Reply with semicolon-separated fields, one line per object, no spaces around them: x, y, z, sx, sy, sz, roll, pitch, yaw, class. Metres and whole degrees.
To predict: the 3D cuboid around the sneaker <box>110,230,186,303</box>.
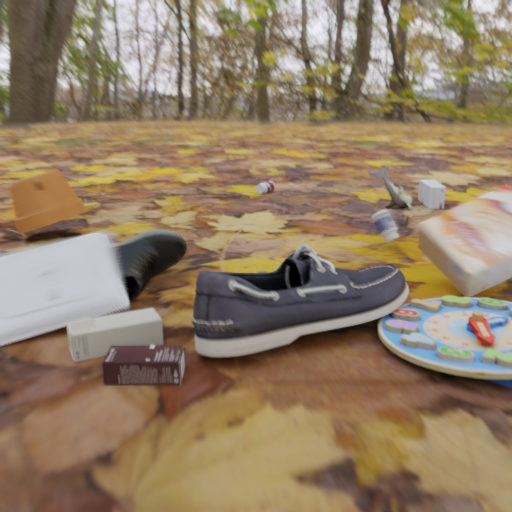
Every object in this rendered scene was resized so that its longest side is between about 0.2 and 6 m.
-1.844;0.233;9.102;2.133;0.798;1.133;-18;34;-37;sneaker

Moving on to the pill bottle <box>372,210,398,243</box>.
2.601;-0.586;11.224;0.342;0.616;0.342;-24;-13;-6;pill bottle

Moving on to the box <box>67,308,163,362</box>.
-1.772;0.983;7.056;1.120;0.383;0.460;-7;19;-23;box

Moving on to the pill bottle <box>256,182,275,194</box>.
0.280;-2.050;16.904;0.333;0.333;0.583;13;22;37;pill bottle

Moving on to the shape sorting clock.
2.772;0.930;7.076;2.407;0.472;2.407;0;17;0;shape sorting clock

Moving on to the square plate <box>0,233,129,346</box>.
-2.907;0.346;7.920;1.869;0.266;1.852;-17;39;-15;square plate

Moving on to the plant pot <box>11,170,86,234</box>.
-4.501;-1.185;11.894;1.459;1.021;1.459;-18;10;3;plant pot

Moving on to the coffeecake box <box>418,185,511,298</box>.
3.620;-0.257;8.785;1.654;0.604;1.269;-23;47;-9;coffeecake box

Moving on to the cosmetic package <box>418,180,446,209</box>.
4.784;-1.688;15.297;0.444;0.609;1.198;1;16;4;cosmetic package

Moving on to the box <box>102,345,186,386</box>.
-1.261;1.237;6.362;0.871;0.326;0.436;-2;18;0;box

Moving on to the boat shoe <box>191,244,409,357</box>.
0.722;0.399;7.440;3.445;1.080;1.251;-12;7;-32;boat shoe

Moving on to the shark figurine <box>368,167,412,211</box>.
3.574;-1.584;14.796;0.639;1.532;0.915;-32;35;30;shark figurine
